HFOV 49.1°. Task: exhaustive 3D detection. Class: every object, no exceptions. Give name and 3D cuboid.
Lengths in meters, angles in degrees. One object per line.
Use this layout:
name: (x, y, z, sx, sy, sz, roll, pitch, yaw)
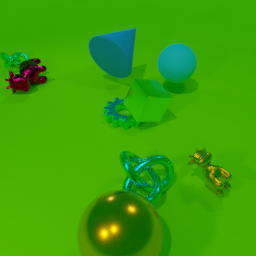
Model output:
ball: (1.491, -1.961, 8.528, 1.167, 1.167, 1.167, 0, 37, 0)
knot shape: (-4.262, -2.512, 10.303, 0.998, 0.493, 1.066, 16, 25, 20)
gear: (-0.045, -0.441, 7.813, 1.242, 0.230, 1.242, 2, 37, -2)
cow figurine: (-3.368, -1.736, 9.158, 1.384, 0.772, 1.406, -16, 44, -27)
cone: (-0.155, -2.723, 8.956, 1.584, 1.584, 1.590, 22, 62, 26)
cube: (0.498, -0.712, 7.245, 0.799, 0.799, 0.799, -2, 43, -36)
ball: (-0.114, 1.592, 4.240, 1.296, 1.296, 1.296, 0, 37, 0)
cow figurine: (1.621, 0.857, 5.569, 0.491, 0.895, 0.881, -39, 51, -11)
knot shape: (0.409, 0.944, 5.525, 1.149, 0.567, 1.228, -4, 62, -23)
